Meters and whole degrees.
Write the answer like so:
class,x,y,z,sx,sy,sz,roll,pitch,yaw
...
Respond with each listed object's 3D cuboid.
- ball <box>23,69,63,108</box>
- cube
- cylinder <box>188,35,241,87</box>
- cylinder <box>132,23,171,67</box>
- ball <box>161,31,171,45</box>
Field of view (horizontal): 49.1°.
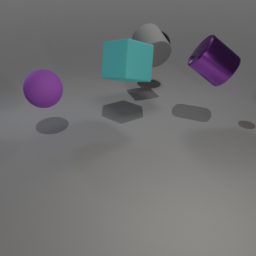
class,x,y,z,sx,sy,sz,roll,pitch,yaw
ball,-3.081,-1.428,10.200,1.400,1.400,1.400,0,29,0
cube,-0.020,-2.542,10.777,1.400,1.400,1.400,10,9,44
cylinder,3.234,-2.527,10.596,1.400,1.400,1.400,35,28,-12
cylinder,1.037,-3.694,12.555,1.400,1.400,1.400,-10,53,-18
ball,1.463,-4.207,14.215,1.400,1.400,1.400,0,29,0
